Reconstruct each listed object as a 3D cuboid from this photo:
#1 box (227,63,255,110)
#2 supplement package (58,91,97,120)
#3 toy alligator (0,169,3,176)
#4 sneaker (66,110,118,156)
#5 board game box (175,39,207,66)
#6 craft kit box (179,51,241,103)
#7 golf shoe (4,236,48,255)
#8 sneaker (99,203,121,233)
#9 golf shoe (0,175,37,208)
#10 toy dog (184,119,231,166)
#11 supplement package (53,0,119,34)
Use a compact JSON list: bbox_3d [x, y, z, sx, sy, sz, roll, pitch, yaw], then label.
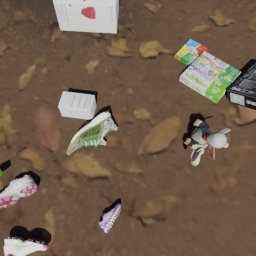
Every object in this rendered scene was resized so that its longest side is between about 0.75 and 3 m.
[{"bbox_3d":[5.046,-1.331,9.359,2.084,0.566,2.602,-41,42,-21],"label":"box"},{"bbox_3d":[-1.709,-0.758,9.603,1.114,0.651,0.653,8,61,5],"label":"supplement package"},{"bbox_3d":[-4.798,1.980,8.083,2.556,0.758,0.693,-41,27,-19],"label":"toy alligator"},{"bbox_3d":[-1.112,0.308,9.013,1.988,0.764,0.881,-42,87,-14],"label":"sneaker"},{"bbox_3d":[2.502,-2.982,11.118,0.827,0.218,1.081,35,66,18],"label":"board game box"},{"bbox_3d":[3.056,-1.931,10.448,1.644,0.399,1.624,36,69,19],"label":"craft kit box"},{"bbox_3d":[-2.744,3.239,7.522,1.208,0.455,0.553,4,74,7],"label":"golf shoe"},{"bbox_3d":[-0.524,2.494,7.960,0.389,0.354,0.880,25,64,22],"label":"sneaker"},{"bbox_3d":[-3.396,1.870,8.269,1.368,0.515,0.626,-24,51,-18],"label":"golf shoe"},{"bbox_3d":[2.481,0.423,8.423,0.953,1.306,1.980,28,21,-11],"label":"toy dog"},{"bbox_3d":[-1.611,-4.987,11.534,2.419,1.466,1.448,4,61,2],"label":"supplement package"}]
